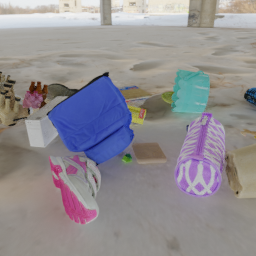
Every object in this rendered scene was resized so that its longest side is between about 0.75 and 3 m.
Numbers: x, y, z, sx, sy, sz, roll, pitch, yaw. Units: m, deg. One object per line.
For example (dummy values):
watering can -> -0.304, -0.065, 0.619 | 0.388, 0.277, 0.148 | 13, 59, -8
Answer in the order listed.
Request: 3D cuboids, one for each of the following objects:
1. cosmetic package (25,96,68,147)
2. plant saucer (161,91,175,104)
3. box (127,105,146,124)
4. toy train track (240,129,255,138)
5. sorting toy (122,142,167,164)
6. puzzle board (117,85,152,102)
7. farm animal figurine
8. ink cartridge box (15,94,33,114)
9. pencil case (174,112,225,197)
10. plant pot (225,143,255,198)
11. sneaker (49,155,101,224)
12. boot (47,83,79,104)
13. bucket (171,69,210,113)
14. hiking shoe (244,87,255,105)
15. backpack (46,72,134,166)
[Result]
cosmetic package -> -2.671, -0.294, 9.770 | 0.589, 0.961, 2.327 | 1, 24, 13
plant saucer -> 2.239, -1.368, 12.903 | 1.428, 0.222, 1.428 | 0, 25, 0
box -> -0.048, -0.565, 10.555 | 1.391, 0.349, 0.524 | 14, 57, 6
toy train track -> 4.421, 0.222, 9.602 | 1.239, 0.202, 0.711 | 0, 18, -14
sorting toy -> 0.415, 0.774, 8.390 | 1.302, 0.192, 0.963 | -2, 29, -11
puzzle board -> -0.370, -1.597, 13.419 | 2.458, 0.214, 1.853 | -10, 26, -22
farm animal figurine -> -4.298, -0.869, 9.999 | 2.864, 1.510, 2.896 | 17, 19, 4
ink cartridge box -> -5.905, -0.829, 11.268 | 2.933, 0.689, 2.899 | 21, 34, 39
pencil case -> 2.023, 0.608, 7.555 | 1.197, 1.219, 2.852 | 11, 28, 14
plant pot -> 3.196, 0.968, 6.582 | 1.532, 1.674, 1.674 | -10, 25, 4
sneaker -> -1.092, 1.222, 6.527 | 1.056, 0.973, 2.393 | -14, 29, -22
boot -> -3.084, -1.250, 12.093 | 2.344, 0.794, 1.531 | 11, 33, 25
bucket -> 2.491, -1.458, 11.339 | 1.221, 1.877, 1.877 | 7, 26, 1
hiking shoe -> 5.552, -1.250, 12.124 | 1.025, 0.879, 2.364 | 1, 15, 27
backpack -> -0.863, -0.143, 8.018 | 2.010, 2.075, 2.473 | -28, 2, 2
